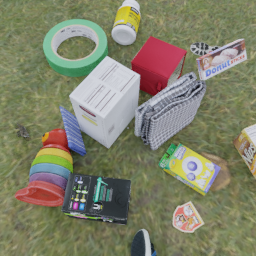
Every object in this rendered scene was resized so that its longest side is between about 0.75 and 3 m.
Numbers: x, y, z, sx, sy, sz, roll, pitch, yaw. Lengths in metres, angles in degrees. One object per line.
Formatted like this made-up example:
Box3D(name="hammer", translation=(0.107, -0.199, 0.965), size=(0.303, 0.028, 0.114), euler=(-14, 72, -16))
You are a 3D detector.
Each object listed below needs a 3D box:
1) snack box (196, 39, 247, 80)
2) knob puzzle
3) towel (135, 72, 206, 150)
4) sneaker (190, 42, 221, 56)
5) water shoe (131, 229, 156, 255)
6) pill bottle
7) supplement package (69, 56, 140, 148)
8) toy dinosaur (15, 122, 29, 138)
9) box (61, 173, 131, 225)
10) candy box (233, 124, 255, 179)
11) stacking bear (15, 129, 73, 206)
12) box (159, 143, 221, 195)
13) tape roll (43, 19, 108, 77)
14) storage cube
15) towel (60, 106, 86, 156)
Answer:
Box3D(name="snack box", translation=(3.008, -2.192, 8.915), size=(1.919, 0.690, 0.233), euler=(-27, 26, -20))
Box3D(name="knob puzzle", translation=(2.031, 3.196, 9.859), size=(1.115, 0.155, 1.115), euler=(0, 65, 0))
Box3D(name="towel", translation=(1.568, -0.549, 10.504), size=(2.715, 2.248, 1.162), euler=(-35, 69, -16))
Box3D(name="sneaker", translation=(2.663, -2.610, 9.679), size=(1.170, 0.488, 0.472), euler=(9, 85, -15))
Box3D(name="water shoe", translation=(0.699, 4.453, 8.959), size=(0.915, 0.829, 2.318), euler=(27, 37, -32))
Box3D(name="pill bottle", translation=(-0.033, -5.051, 13.270), size=(1.135, 1.135, 2.019), euler=(9, 65, 4))
Box3D(name="supplement package", translation=(-0.763, -0.843, 10.400), size=(1.473, 2.656, 2.068), euler=(33, 69, 15))
Box3D(name="toy dinosaur", translation=(-4.271, 0.130, 11.297), size=(0.427, 0.321, 0.835), euler=(-17, 59, -21))
Box3D(name="box", translation=(-0.987, 2.418, 9.455), size=(2.072, 1.539, 1.288), euler=(6, 64, 3))
Box3D(name="candy box", translation=(4.837, 1.104, 10.237), size=(0.610, 1.274, 2.206), euler=(-21, 66, -10))
Box3D(name="stacking bear", translation=(-2.722, 1.239, 10.097), size=(1.569, 1.675, 2.759), euler=(28, 48, -30))
Box3D(name="box", translation=(2.273, 1.451, 10.524), size=(2.026, 0.490, 1.189), euler=(30, 67, 15))
Box3D(name="tape roll", translation=(-2.380, -3.713, 12.884), size=(2.881, 0.693, 2.881), euler=(0, 64, -1))
Box3D(name="storage cube", translation=(1.253, -2.496, 11.788), size=(1.704, 1.621, 1.896), euler=(27, 68, 14))
Box3D(name="towel", translation=(-2.132, 0.147, 10.750), size=(0.210, 1.273, 1.758), euler=(-24, 65, 9))
